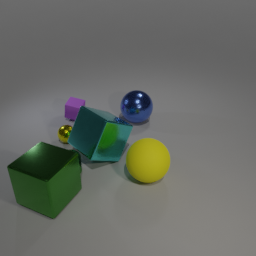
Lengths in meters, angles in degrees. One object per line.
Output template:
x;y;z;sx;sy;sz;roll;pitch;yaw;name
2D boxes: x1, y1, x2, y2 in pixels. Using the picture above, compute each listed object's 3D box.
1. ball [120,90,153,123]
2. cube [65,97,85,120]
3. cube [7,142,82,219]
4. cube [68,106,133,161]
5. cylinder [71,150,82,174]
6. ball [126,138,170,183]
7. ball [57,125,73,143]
0.368;-0.908;11.946;1.400;1.400;1.400;0;32;0;ball
-2.308;-0.836;12.201;0.700;0.700;0.700;14;38;2;cube
-2.344;1.452;8.118;1.400;1.400;1.400;14;33;22;cube
-0.960;0.212;9.683;1.400;1.400;1.400;30;12;38;cube
-1.893;1.188;9.257;0.700;0.700;0.700;-5;33;-8;cylinder
0.631;1.016;8.855;1.400;1.400;1.400;0;32;0;ball
-2.361;0.220;10.781;0.700;0.700;0.700;0;32;0;ball
